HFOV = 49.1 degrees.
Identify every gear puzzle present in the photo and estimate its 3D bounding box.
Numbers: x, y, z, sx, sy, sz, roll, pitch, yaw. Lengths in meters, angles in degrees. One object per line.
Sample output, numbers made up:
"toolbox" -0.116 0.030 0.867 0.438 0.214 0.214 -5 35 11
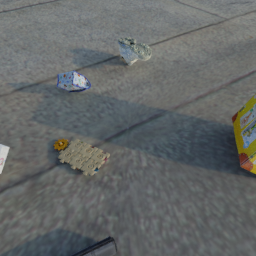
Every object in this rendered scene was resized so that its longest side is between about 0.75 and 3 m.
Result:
"gear puzzle" -1.424 0.760 7.835 1.757 0.230 0.910 22 51 26

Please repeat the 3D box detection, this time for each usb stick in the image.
"usb stick" -1.058 2.684 5.511 1.831 0.508 0.298 -19 44 -20

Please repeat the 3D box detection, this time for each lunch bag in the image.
"lunch bag" -1.847 -1.537 9.675 0.793 0.932 0.577 -1 81 31

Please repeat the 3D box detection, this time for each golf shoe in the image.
"golf shoe" 0.282 -2.911 11.147 0.794 0.986 2.028 -13 36 -23

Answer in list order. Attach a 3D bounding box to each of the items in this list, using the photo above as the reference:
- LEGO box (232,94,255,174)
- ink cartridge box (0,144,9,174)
"LEGO box" 3.940 -0.290 7.024 1.014 2.628 1.957 24 43 -10
"ink cartridge box" -3.564 0.787 7.401 0.550 0.322 0.762 16 86 13
